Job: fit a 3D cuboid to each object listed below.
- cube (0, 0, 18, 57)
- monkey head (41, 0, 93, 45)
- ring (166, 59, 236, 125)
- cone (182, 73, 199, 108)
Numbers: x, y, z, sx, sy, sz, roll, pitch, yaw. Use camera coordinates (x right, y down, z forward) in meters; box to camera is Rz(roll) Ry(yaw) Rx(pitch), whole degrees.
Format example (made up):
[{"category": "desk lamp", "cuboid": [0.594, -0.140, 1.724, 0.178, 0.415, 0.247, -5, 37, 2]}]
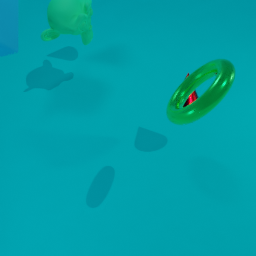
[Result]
[{"category": "cube", "cuboid": [-2.919, -2.055, 5.198, 1.203, 1.203, 1.203, -6, 82, 20]}, {"category": "monkey head", "cuboid": [-1.558, -2.957, 7.703, 1.158, 1.382, 1.921, 16, 68, 12]}, {"category": "ring", "cuboid": [1.017, -0.524, 4.044, 0.235, 1.177, 1.177, 41, 49, -17]}, {"category": "cone", "cuboid": [1.327, -0.815, 6.317, 0.851, 0.854, 0.851, 3, 11, -1]}]
